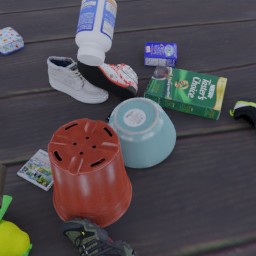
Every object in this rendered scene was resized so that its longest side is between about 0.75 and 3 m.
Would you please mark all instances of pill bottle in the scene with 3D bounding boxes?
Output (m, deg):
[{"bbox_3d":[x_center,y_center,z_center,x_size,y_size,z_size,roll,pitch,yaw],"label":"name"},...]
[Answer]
[{"bbox_3d":[-1.134,-3.363,9.711,1.241,1.241,2.215,7,80,7],"label":"pill bottle"}]

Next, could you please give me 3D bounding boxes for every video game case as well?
[{"bbox_3d":[-2.647,1.287,8.776,1.184,0.130,1.079,23,51,19],"label":"video game case"}]

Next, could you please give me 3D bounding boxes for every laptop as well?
[{"bbox_3d":[-0.058,-0.405,10.397,0.978,0.570,1.104,36,31,28],"label":"laptop"}]

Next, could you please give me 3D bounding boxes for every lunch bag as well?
[{"bbox_3d":[-5.927,-4.241,13.595,1.303,0.615,1.627,-34,57,-25],"label":"lunch bag"}]

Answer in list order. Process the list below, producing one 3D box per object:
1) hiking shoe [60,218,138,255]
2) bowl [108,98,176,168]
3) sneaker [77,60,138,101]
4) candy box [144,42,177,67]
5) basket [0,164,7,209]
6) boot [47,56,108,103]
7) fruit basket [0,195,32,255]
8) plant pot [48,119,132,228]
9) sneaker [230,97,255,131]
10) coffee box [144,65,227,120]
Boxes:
[{"bbox_3d":[-0.853,2.999,6.709,2.163,0.819,1.089,21,47,18],"label":"hiking shoe"},{"bbox_3d":[0.341,-0.047,8.957,2.376,1.243,2.376,-4,55,6],"label":"bowl"},{"bbox_3d":[-0.723,-2.147,10.945,2.555,0.853,1.369,30,42,-16],"label":"sneaker"},{"bbox_3d":[1.480,-3.364,12.805,1.428,0.550,1.207,5,49,3],"label":"candy box"},{"bbox_3d":[-2.921,1.279,5.846,0.807,0.609,0.895,-11,53,-18],"label":"basket"},{"bbox_3d":[-2.036,-1.934,10.960,2.709,1.294,0.996,19,50,16],"label":"boot"},{"bbox_3d":[-3.455,2.672,6.873,1.514,2.099,2.099,-29,37,32],"label":"fruit basket"},{"bbox_3d":[-1.035,1.121,7.471,2.328,2.264,2.328,0,47,0],"label":"plant pot"},{"bbox_3d":[4.814,-0.242,9.929,2.366,0.848,0.980,25,76,22],"label":"sneaker"},{"bbox_3d":[2.244,-1.451,10.848,2.858,0.629,1.757,16,56,14],"label":"coffee box"}]
